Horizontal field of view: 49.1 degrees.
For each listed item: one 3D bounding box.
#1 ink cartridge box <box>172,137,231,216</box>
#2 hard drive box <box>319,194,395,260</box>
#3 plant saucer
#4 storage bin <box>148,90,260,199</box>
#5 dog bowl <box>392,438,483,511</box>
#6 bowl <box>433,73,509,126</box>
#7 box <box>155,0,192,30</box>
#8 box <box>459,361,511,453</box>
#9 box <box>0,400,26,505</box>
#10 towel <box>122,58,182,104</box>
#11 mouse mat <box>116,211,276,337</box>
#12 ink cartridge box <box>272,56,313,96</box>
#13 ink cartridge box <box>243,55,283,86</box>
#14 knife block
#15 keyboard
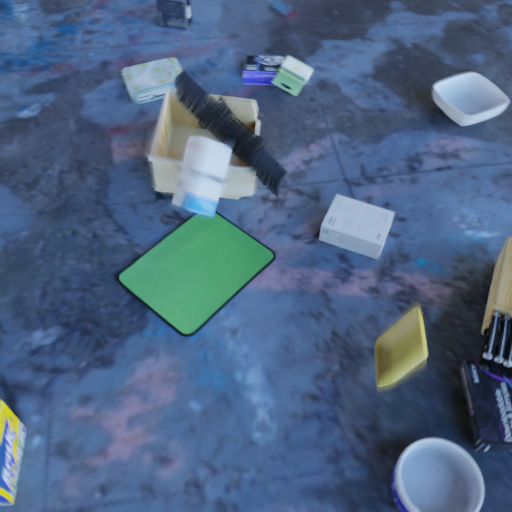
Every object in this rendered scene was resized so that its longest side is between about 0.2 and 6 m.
[{"bbox_3d":[-1.037,-1.490,10.452,0.564,1.315,0.963,14,7,-29],"label":"ink cartridge box"},{"bbox_3d":[1.978,-0.585,11.025,1.222,0.469,0.952,20,55,15],"label":"hard drive box"},{"bbox_3d":[2.302,1.465,8.772,0.251,1.036,1.035,33,33,-12],"label":"plant saucer"},{"bbox_3d":[-1.020,-2.375,11.970,2.112,0.997,2.127,6,54,-1],"label":"storage bin"},{"bbox_3d":[2.585,3.295,8.061,1.205,0.474,1.205,0,52,0],"label":"dog bowl"},{"bbox_3d":[5.034,-3.670,13.349,1.425,0.533,1.427,-21,56,-15],"label":"bowl"},{"bbox_3d":[-2.279,-6.828,15.550,0.842,0.857,0.531,8,51,6],"label":"box"},{"bbox_3d":[4.352,2.377,8.835,1.989,0.359,1.422,1,52,2],"label":"box"},{"bbox_3d":[-5.268,2.918,7.944,3.498,1.125,1.226,-3,53,-3],"label":"box"},{"bbox_3d":[-2.510,-4.410,14.040,1.480,0.356,1.266,-17,51,-12],"label":"towel"},{"bbox_3d":[-1.120,0.210,10.673,2.024,0.095,2.515,35,61,24],"label":"mouse mat"},{"bbox_3d":[0.913,-4.540,14.087,0.730,0.240,1.003,29,54,0],"label":"ink cartridge box"},{"bbox_3d":[0.180,-4.777,14.393,1.003,0.220,1.013,3,54,1],"label":"ink cartridge box"},{"bbox_3d":[4.218,0.913,9.446,2.129,0.776,2.425,-14,47,-16],"label":"knife block"},{"bbox_3d":[-0.660,-2.287,10.656,0.587,1.542,2.962,-43,81,-14],"label":"keyboard"}]
